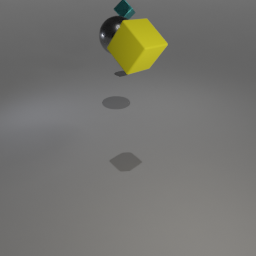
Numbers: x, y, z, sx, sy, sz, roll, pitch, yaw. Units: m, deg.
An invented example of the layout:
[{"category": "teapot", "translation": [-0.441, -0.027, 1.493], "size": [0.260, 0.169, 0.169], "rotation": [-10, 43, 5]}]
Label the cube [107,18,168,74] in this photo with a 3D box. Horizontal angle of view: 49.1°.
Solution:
[{"category": "cube", "translation": [0.171, -1.560, 5.344], "size": [0.700, 0.700, 0.700], "rotation": [-26, 75, -43]}]

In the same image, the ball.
[{"category": "ball", "translation": [-0.372, -3.405, 10.370], "size": [1.400, 1.400, 1.400], "rotation": [0, 29, 0]}]

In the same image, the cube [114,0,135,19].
[{"category": "cube", "translation": [-0.167, -5.812, 13.889], "size": [0.700, 0.700, 0.700], "rotation": [49, 14, 5]}]
